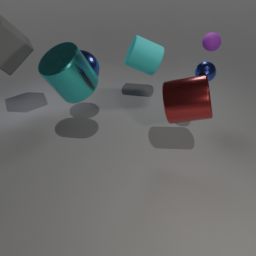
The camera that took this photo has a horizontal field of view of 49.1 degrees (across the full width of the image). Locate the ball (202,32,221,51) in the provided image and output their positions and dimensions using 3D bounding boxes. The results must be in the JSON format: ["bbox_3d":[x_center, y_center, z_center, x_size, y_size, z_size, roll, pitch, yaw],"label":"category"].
[{"bbox_3d":[3.214,-3.307,10.757,0.700,0.700,0.700,0,33,0],"label":"ball"}]

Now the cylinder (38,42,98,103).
[{"bbox_3d":[-1.867,-1.734,8.919,1.400,1.400,1.400,-13,53,19],"label":"cylinder"}]

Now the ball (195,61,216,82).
[{"bbox_3d":[2.618,-1.896,9.462,0.700,0.700,0.700,0,33,0],"label":"ball"}]

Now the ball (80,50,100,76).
[{"bbox_3d":[-1.790,-2.252,10.678,1.400,1.400,1.400,0,33,0],"label":"ball"}]

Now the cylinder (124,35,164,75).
[{"bbox_3d":[0.733,-3.311,12.844,1.400,1.400,1.400,20,30,-13],"label":"cylinder"}]

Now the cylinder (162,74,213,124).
[{"bbox_3d":[1.928,-0.912,9.023,1.400,1.400,1.400,-7,30,17],"label":"cylinder"}]

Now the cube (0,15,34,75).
[{"bbox_3d":[-4.687,-3.154,10.661,1.400,1.400,1.400,-45,42,7],"label":"cube"}]
